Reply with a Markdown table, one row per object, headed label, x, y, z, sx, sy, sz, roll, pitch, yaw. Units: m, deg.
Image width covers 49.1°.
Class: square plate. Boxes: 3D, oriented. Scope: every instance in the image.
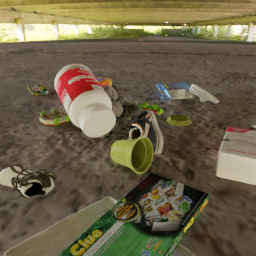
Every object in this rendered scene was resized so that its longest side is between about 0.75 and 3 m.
| label | x | y | z | sx | sy | sz | roll | pitch | yaw |
| --- | --- | --- | --- | --- | --- | --- | --- | --- | --- |
| square plate | -0.504 | 2.424 | 5.132 | 2.563 | 0.365 | 2.539 | -20 | 31 | -39 |

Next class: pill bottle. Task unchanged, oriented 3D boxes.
| label | x | y | z | sx | sy | sz | roll | pitch | yaw |
| --- | --- | --- | --- | --- | --- | --- | --- | --- | --- |
| pill bottle | -1.343 | -0.870 | 8.806 | 1.360 | 1.360 | 2.423 | -12 | 46 | -26 |

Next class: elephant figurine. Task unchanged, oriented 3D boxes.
| label | x | y | z | sx | sy | sz | roll | pitch | yaw |
| --- | --- | --- | --- | --- | --- | --- | --- | --- | --- |
| elephant figurine | -0.752 | -0.756 | 11.334 | 2.028 | 2.223 | 2.866 | -39 | -1 | 20 |

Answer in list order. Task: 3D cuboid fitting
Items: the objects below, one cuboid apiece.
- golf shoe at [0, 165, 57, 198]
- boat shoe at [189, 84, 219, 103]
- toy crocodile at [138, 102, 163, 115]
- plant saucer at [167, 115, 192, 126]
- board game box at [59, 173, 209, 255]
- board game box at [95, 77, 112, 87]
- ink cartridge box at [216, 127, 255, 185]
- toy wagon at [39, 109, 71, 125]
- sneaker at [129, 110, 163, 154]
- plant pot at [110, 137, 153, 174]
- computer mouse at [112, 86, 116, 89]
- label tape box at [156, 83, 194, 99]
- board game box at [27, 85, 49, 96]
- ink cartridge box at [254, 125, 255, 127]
| label | x | y | z | sx | sy | sz | roll | pitch | yaw |
| --- | --- | --- | --- | --- | --- | --- | --- | --- | --- |
| golf shoe | -2.716 | 1.396 | 7.248 | 1.638 | 0.637 | 0.774 | 1 | 23 | 6 |
| boat shoe | 3.909 | -1.660 | 14.537 | 1.638 | 0.583 | 0.572 | 36 | 22 | 15 |
| toy crocodile | 0.887 | -0.751 | 11.066 | 1.170 | 0.395 | 0.361 | 14 | 62 | 36 |
| plant saucer | 2.209 | -0.368 | 12.049 | 1.055 | 0.164 | 1.055 | 0 | 24 | 0 |
| board game box | 0.286 | 1.926 | 5.527 | 1.543 | 0.345 | 2.944 | 19 | 33 | 33 |
| board game box | -1.668 | -1.519 | 13.138 | 1.430 | 1.430 | 1.429 | 8 | 25 | 18 |
| ink cartridge box | 3.558 | 0.789 | 8.380 | 1.461 | 0.851 | 2.019 | 10 | 25 | 23 |
| toy wagon | -2.991 | -0.522 | 12.222 | 1.605 | 0.318 | 1.245 | -19 | 30 | -39 |
| sneaker | 0.501 | 0.029 | 10.005 | 1.013 | 1.001 | 2.551 | 2 | 24 | -8 |
| plant pot | 0.047 | 0.754 | 8.434 | 0.993 | 1.080 | 1.080 | 5 | 21 | 41 |
| computer mouse | -1.077 | -2.441 | 16.970 | 0.768 | 0.177 | 0.539 | -4 | 22 | -9 |
| label tape box | 2.538 | -2.033 | 15.464 | 1.853 | 0.612 | 1.328 | -4 | 22 | -5 |
| board game box | -5.331 | -2.256 | 16.526 | 0.888 | 0.199 | 1.695 | -10 | 25 | -27 |
| ink cartridge box | 5.794 | -0.241 | 11.408 | 1.245 | 0.420 | 0.725 | -12 | 26 | -26 |
